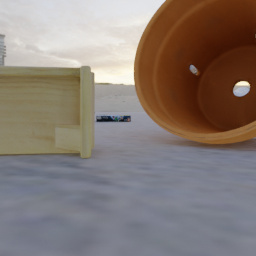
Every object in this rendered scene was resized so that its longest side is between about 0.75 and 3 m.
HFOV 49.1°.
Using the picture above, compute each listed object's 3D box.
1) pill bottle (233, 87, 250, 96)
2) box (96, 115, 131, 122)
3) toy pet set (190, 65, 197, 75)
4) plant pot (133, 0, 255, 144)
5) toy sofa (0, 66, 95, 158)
[{"bbox_3d":[5.242,-0.992,11.959,2.489,1.490,1.490,-1,4,-14],"label":"pill bottle"},{"bbox_3d":[-0.672,-0.442,12.668,1.511,0.285,1.032,0,4,-5],"label":"box"},{"bbox_3d":[1.868,-1.336,7.981,1.399,2.635,2.460,-20,29,13],"label":"toy pet set"},{"bbox_3d":[1.808,-0.985,4.972,2.834,2.834,1.984,3,-11,37],"label":"plant pot"},{"bbox_3d":[-1.738,-0.222,3.537,2.639,1.093,1.288,-1,5,-9],"label":"toy sofa"}]
